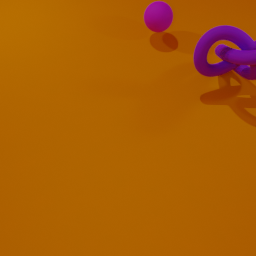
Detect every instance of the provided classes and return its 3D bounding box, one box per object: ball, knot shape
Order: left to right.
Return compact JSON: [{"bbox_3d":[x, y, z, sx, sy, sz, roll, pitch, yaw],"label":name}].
[{"bbox_3d":[0.879,-3.207,8.095,0.839,0.839,0.839,0,60,0],"label":"ball"},{"bbox_3d":[2.725,-1.751,6.886,2.052,1.920,0.948,0,84,21],"label":"knot shape"}]
